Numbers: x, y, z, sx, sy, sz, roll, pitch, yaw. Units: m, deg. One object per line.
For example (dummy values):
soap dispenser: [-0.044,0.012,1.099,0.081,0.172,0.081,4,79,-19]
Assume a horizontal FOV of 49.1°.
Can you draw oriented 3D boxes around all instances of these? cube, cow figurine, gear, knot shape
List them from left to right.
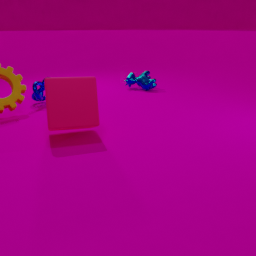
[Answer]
gear: [-4.246,-1.313,9.179,1.670,1.670,0.309,-17,-9,-36]
knot shape: [-3.299,-1.424,10.602,0.521,1.127,1.054,30,16,-1]
cube: [-1.553,-0.620,7.614,1.287,1.287,1.287,-4,-1,-16]
cow figurine: [0.548,-2.140,13.024,1.266,0.706,1.286,-28,57,-7]
